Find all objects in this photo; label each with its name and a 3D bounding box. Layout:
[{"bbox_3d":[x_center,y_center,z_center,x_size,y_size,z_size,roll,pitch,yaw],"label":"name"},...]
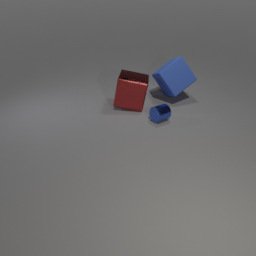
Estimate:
[{"bbox_3d":[1.413,-0.654,12.294,0.700,0.700,0.700,-18,35,-33],"label":"cylinder"},{"bbox_3d":[2.280,-2.542,13.993,1.400,1.400,1.400,-38,12,-3],"label":"cube"},{"bbox_3d":[0.169,-1.807,13.393,1.400,1.400,1.400,12,31,0],"label":"cube"}]
